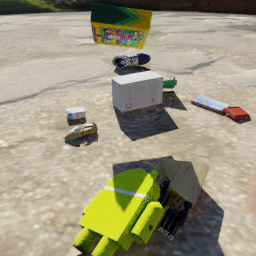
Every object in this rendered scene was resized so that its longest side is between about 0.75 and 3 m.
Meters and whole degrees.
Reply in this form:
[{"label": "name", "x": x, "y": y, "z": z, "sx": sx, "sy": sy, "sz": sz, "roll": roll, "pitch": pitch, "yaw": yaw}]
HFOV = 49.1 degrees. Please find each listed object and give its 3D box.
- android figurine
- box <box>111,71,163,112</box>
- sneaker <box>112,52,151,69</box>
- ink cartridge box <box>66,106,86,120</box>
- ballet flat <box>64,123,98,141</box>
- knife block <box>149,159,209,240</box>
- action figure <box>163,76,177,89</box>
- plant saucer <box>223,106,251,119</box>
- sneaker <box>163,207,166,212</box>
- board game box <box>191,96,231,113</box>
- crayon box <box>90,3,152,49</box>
[{"label": "android figurine", "x": -0.175, "y": 1.887, "z": 6.550, "sx": 2.254, "sy": 0.509, "sz": 2.477, "roll": -4, "pitch": 38, "yaw": 48}, {"label": "box", "x": 0.440, "y": -1.759, "z": 13.238, "sx": 2.210, "sy": 1.375, "sz": 1.077, "roll": -14, "pitch": 32, "yaw": -24}, {"label": "sneaker", "x": 0.180, "y": -4.458, "z": 18.580, "sx": 2.526, "sy": 0.885, "sz": 1.370, "roll": 3, "pitch": 23, "yaw": 19}, {"label": "ink cartridge box", "x": -2.285, "y": -0.666, "z": 12.353, "sx": 0.764, "sy": 0.323, "sz": 0.552, "roll": -11, "pitch": 31, "yaw": -16}, {"label": "ballet flat", "x": -1.839, "y": 0.089, "z": 10.877, "sx": 1.386, "sy": 0.437, "sz": 0.476, "roll": -17, "pitch": 33, "yaw": -28}, {"label": "knife block", "x": 1.438, "y": 1.820, "z": 7.318, "sx": 2.275, "sy": 0.728, "sz": 1.997, "roll": 8, "pitch": 44, "yaw": -29}, {"label": "action figure", "x": 1.308, "y": -2.230, "z": 14.562, "sx": 2.291, "sy": 0.627, "sz": 1.353, "roll": -8, "pitch": -15, "yaw": -3}, {"label": "plant saucer", "x": 4.837, "y": -0.713, "z": 12.448, "sx": 0.903, "sy": 0.166, "sz": 0.904, "roll": -6, "pitch": 36, "yaw": -20}, {"label": "sneaker", "x": 0.685, "y": 1.909, "z": 7.675, "sx": 0.539, "sy": 0.388, "sz": 1.026, "roll": -11, "pitch": 45, "yaw": -39}, {"label": "board game box", "x": 3.932, "y": -1.154, "z": 13.402, "sx": 0.855, "sy": 0.162, "sz": 1.662, "roll": -23, "pitch": 36, "yaw": -37}, {"label": "crayon box", "x": -0.306, "y": -4.000, "z": 11.300, "sx": 2.204, "sy": 0.745, "sz": 2.555, "roll": 5, "pitch": -1, "yaw": -3}]
